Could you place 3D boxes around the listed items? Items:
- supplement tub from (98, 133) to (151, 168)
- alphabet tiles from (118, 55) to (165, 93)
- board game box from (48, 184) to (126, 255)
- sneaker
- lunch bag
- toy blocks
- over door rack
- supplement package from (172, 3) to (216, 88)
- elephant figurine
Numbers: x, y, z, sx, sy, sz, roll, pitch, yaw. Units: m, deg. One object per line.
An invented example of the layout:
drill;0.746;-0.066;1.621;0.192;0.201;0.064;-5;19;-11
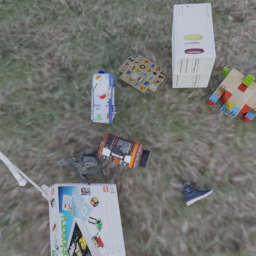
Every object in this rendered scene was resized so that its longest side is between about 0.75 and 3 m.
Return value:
supplement tub;-0.085;0.655;7.627;1.346;0.720;0.720;17;67;6
alphabet tiles;0.474;-1.876;9.612;1.493;0.047;1.243;33;66;11
board game box;-0.950;2.823;6.864;1.813;0.497;2.872;9;61;-36
sneaker;1.929;1.752;7.945;0.851;0.324;0.615;-19;65;-12
lunch bag;-0.704;-0.932;8.150;0.690;1.826;1.463;2;99;-5
toy blocks;3.479;-0.908;8.861;1.918;0.959;1.311;38;85;9
over door rack;-3.011;1.681;6.424;1.833;2.482;0.827;-36;51;-7
supplement package;2.020;-2.600;8.965;1.154;1.621;2.082;0;65;6
elephant figurine;-1.217;1.079;7.597;0.889;1.146;0.811;-10;94;14
